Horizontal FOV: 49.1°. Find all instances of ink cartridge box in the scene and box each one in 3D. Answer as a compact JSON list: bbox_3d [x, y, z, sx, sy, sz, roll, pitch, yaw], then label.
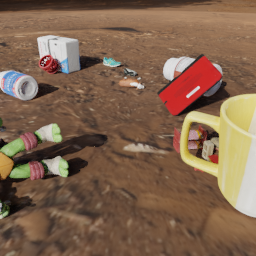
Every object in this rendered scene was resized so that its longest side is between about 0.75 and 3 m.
[{"bbox_3d":[-3.468,-3.721,14.070,2.093,1.514,0.882,19,33,32],"label":"ink cartridge box"}]

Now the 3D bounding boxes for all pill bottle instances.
[{"bbox_3d":[-4.330,-1.690,10.818,1.695,0.951,0.951,19,33,35],"label":"pill bottle"},{"bbox_3d":[2.564,-2.176,11.422,1.262,1.262,2.250,-20,33,-33],"label":"pill bottle"}]

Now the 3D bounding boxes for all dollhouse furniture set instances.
[{"bbox_3d":[1.736,0.512,6.988,0.765,0.578,1.422,-6,28,-11],"label":"dollhouse furniture set"}]

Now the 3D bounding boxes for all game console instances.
[{"bbox_3d":[2.174,-1.465,9.819,1.205,2.031,1.750,25,29,-52],"label":"game console"}]

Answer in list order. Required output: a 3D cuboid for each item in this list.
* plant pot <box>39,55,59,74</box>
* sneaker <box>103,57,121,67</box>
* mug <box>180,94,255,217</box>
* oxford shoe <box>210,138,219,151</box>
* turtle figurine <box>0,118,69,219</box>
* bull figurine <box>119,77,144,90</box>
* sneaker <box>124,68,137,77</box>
[{"bbox_3d":[-3.769,-3.021,13.436,0.761,0.693,0.761,-7,66,16],"label":"plant pot"},{"bbox_3d":[-0.860,-3.484,14.797,1.094,0.436,0.424,16,32,27],"label":"sneaker"},{"bbox_3d":[2.424,0.509,5.390,1.888,1.935,2.357,-18,36,-27],"label":"mug"},{"bbox_3d":[2.950,0.338,7.292,1.613,0.603,0.568,5,28,9],"label":"oxford shoe"},{"bbox_3d":[-2.320,0.699,5.449,2.386,2.461,1.771,-15,65,-34],"label":"turtle figurine"},{"bbox_3d":[0.185,-1.914,11.874,1.128,0.367,0.685,10,28,16],"label":"bull figurine"},{"bbox_3d":[0.100,-2.659,13.432,0.789,0.292,0.313,30,30,34],"label":"sneaker"}]
